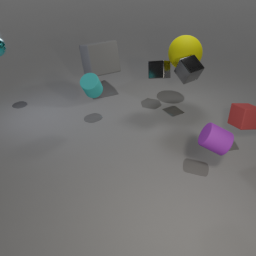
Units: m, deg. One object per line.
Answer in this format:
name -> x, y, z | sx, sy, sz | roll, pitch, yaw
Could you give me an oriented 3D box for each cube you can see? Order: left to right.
cube -> -1.312, -3.245, 12.998 | 1.400, 1.400, 1.400 | -16, 21, -20
cube -> 1.288, -2.384, 11.471 | 0.700, 0.700, 0.700 | 4, 11, 31
cube -> 2.284, -2.190, 10.496 | 0.700, 0.700, 0.700 | -22, 69, -22
cube -> 3.792, -0.384, 9.104 | 0.700, 0.700, 0.700 | -1, 20, -19

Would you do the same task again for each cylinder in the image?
cylinder -> -1.351, -1.571, 10.402 | 0.700, 0.700, 0.700 | -4, 68, 9
cylinder -> 2.416, 0.303, 7.731 | 0.700, 0.700, 0.700 | 26, 32, -6

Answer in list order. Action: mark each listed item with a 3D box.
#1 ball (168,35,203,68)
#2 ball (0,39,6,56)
ball -> 2.371, -3.114, 11.612 | 1.400, 1.400, 1.400 | 0, 31, 0
ball -> -4.856, -2.970, 10.287 | 0.700, 0.700, 0.700 | 0, 31, 0
